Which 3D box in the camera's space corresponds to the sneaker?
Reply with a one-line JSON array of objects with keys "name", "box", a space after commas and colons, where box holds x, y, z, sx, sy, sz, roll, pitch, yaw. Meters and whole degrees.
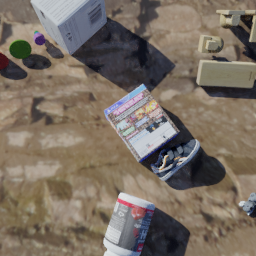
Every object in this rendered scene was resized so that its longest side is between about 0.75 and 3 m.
[{"name": "sneaker", "box": [1.730, 1.043, 10.398, 2.016, 0.791, 0.801, -45, 105, 6]}]

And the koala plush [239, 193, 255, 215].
[{"name": "koala plush", "box": [4.610, 2.848, 10.432, 0.683, 0.707, 0.770, 44, 103, -4]}]

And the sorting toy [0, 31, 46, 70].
[{"name": "sorting toy", "box": [-4.724, -3.412, 11.700, 2.556, 0.886, 0.880, -28, 56, -4]}]

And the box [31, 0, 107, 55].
[{"name": "box", "box": [-2.184, -4.550, 11.039, 1.493, 2.272, 2.284, 44, 82, 8]}]

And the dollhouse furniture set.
[{"name": "dollhouse furniture set", "box": [4.272, -3.398, 11.712, 2.735, 2.343, 2.876, 3, 113, 1]}]

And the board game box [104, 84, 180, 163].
[{"name": "board game box", "box": [0.493, -0.142, 10.719, 1.831, 1.112, 2.297, -34, 80, -7]}]

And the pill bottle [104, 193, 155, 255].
[{"name": "pill bottle", "box": [-0.041, 3.650, 9.817, 1.361, 1.361, 2.458, 18, 79, 4]}]
